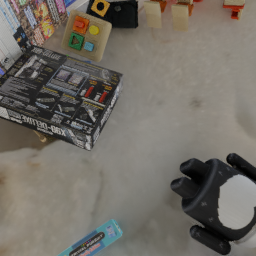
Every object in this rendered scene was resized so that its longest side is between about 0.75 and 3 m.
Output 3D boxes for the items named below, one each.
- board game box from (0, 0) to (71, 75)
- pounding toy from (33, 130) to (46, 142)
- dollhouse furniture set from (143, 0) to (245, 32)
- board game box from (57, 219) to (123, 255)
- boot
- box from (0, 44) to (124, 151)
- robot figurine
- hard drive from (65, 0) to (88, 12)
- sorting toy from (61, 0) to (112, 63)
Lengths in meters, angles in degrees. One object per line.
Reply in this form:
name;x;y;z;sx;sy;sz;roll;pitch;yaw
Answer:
board game box;-2.920;-3.081;6.975;1.373;2.261;2.836;32;73;10
pounding toy;-2.100;-0.099;6.948;0.726;0.378;0.827;-1;71;-1
dollhouse furniture set;1.992;-3.943;8.001;2.683;1.397;2.712;14;71;17
board game box;-0.683;2.269;5.522;1.155;1.530;0.359;-31;74;-11
boot;-0.447;-2.922;7.767;1.446;0.657;1.721;5;65;6
box;-1.672;-0.838;6.765;2.635;0.656;2.078;19;54;6
robot figurine;2.010;1.493;5.795;2.193;1.368;1.648;32;111;2
hard drive;-0.837;-3.567;7.146;1.212;1.838;0.233;-46;117;-16
sorting toy;-1.103;-2.381;7.212;1.127;0.273;2.001;21;107;3
